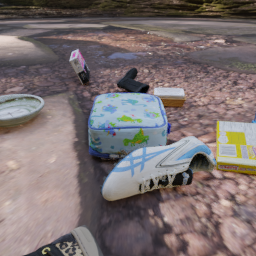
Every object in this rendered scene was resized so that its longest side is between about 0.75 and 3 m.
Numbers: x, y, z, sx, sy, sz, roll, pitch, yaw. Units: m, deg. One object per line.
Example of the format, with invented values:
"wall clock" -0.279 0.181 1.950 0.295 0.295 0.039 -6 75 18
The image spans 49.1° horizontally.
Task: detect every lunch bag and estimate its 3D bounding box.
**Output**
"lunch bag" 0.034 -0.136 7.275 1.975 1.013 2.457 -1 26 0

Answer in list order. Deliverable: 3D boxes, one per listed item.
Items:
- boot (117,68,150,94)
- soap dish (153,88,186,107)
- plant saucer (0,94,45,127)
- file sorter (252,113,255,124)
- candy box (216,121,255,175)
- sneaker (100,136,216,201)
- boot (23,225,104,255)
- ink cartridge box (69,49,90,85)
"boot" 0.334 -1.771 10.776 1.101 0.438 1.335 -48 41 -11
"soap dish" 1.439 -1.081 9.867 1.125 0.457 0.885 3 26 5
"plant saucer" -3.584 -0.473 8.541 2.066 0.519 2.066 -1 26 0
"file sorter" 4.161 -0.196 7.539 1.025 0.906 1.477 1 26 4
"candy box" 2.792 0.403 6.982 1.145 0.296 2.240 7 27 15
"sneaker" 0.660 0.841 5.482 2.509 0.902 0.909 -18 41 -24
"boot" -0.952 2.090 2.812 1.861 0.905 2.472 -9 24 -21
"ink cartridge box" -2.162 -2.855 12.696 0.446 1.139 2.405 -26 26 3
